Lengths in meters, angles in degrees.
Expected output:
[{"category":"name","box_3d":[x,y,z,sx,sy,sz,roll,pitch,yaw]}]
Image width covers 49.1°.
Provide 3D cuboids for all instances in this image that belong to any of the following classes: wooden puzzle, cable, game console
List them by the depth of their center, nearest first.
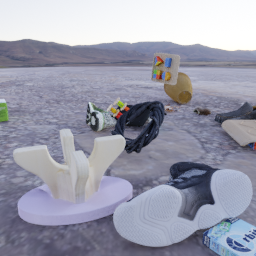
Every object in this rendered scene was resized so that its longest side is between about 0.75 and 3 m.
[{"category":"cable","box_3d":[0.378,-0.081,8.787,1.950,0.607,2.390,-49,23,-19]},{"category":"wooden puzzle","box_3d":[4.943,0.219,9.859,2.641,0.612,2.447,-4,16,3]},{"category":"wooden puzzle","box_3d":[1.376,-2.289,10.775,0.281,1.126,1.216,-8,21,-43]},{"category":"game console","box_3d":[0.416,-0.423,12.178,1.923,1.119,1.691,5,50,41]}]

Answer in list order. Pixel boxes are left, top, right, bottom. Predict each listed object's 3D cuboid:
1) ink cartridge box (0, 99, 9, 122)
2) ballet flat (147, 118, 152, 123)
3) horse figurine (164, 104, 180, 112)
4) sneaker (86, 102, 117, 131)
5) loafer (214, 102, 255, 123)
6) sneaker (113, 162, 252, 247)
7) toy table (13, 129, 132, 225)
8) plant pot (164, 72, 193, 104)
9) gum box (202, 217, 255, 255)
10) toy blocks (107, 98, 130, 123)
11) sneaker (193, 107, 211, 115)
[{"category":"ink cartridge box","box_3d":[-6.649,-0.899,13.111,1.697,0.870,2.296,-8,19,-27]},{"category":"ballet flat","box_3d":[1.064,-0.287,11.441,0.586,0.561,1.666,33,14,1]},{"category":"horse figurine","box_3d":[2.186,-1.025,14.596,0.775,0.292,1.170,-4,17,-14]},{"category":"sneaker","box_3d":[-1.145,-0.445,11.876,1.072,0.930,2.418,4,20,-22]},{"category":"loafer","box_3d":[5.020,-0.657,12.052,2.732,0.988,0.994,-5,18,-13]},{"category":"sneaker","box_3d":[0.892,1.339,5.388,2.615,0.987,1.488,-12,7,-15]},{"category":"toy table","box_3d":[-1.081,0.942,5.830,2.375,1.391,2.183,-11,19,-30]},{"category":"plant pot","box_3d":[3.132,-2.207,16.690,1.719,1.719,1.844,-1,31,-3]},{"category":"gum box","box_3d":[1.913,1.896,4.568,0.881,0.231,1.036,-12,19,-35]},{"category":"toy blocks","box_3d":[-0.208,-0.625,10.956,1.008,0.840,0.366,37,41,-18]},{"category":"sneaker","box_3d":[3.641,-0.774,13.832,0.373,0.348,0.988,-28,23,-24]}]
